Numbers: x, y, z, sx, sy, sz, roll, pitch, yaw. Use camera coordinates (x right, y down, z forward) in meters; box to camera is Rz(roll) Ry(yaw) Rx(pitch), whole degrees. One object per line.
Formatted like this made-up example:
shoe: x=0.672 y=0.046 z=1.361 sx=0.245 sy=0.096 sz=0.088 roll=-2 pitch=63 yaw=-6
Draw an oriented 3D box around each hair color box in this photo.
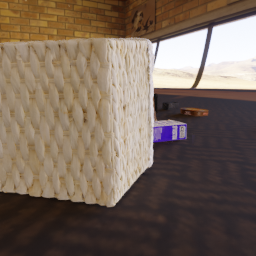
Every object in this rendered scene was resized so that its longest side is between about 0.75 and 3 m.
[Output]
hair color box: x=0.899 y=0.104 z=8.880 sx=1.695 sy=0.549 sz=0.927 roll=-6 pitch=11 yaw=-22

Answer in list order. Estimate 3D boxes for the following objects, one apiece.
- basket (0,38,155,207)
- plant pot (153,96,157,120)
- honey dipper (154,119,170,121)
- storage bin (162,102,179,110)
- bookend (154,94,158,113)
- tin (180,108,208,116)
basket: x=-1.031 y=-0.319 z=5.241 sx=2.706 sy=2.730 sz=2.196 roll=3 pitch=13 yaw=17
plant pot: x=0.527 y=-1.179 z=12.833 sx=1.652 sy=1.636 sz=1.652 roll=1 pitch=11 yaw=0
honey dipper: x=1.375 y=-0.262 z=11.795 sx=0.238 sy=0.238 sz=1.254 roll=10 pitch=12 yaw=44
storage bin: x=2.589 y=-1.335 z=16.994 sx=0.903 sy=0.423 sz=0.610 roll=-6 pitch=12 yaw=-26
bookend: x=0.163 y=-1.421 z=15.692 sx=2.286 sy=1.060 sz=2.301 roll=-4 pitch=11 yaw=-18
tin: x=3.471 y=-0.854 z=14.710 sx=0.918 sy=0.343 sz=1.639 roll=-11 pitch=15 yaw=-31
